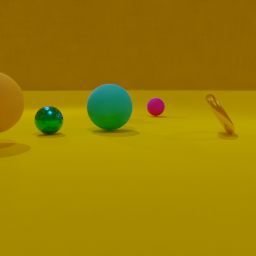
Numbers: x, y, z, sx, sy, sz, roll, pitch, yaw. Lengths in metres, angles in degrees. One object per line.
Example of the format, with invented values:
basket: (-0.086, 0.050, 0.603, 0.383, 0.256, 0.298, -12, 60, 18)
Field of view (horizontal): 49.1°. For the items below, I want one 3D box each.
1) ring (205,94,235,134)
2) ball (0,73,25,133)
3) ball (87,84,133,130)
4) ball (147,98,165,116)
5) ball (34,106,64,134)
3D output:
ring: (2.540, -0.390, 7.719, 0.252, 1.261, 1.261, -33, 0, 15)
ball: (-2.993, -0.554, 6.118, 1.375, 1.375, 1.375, 0, 8, 0)
ball: (-0.537, -0.611, 8.264, 1.352, 1.352, 1.352, 0, 8, 0)
ball: (1.216, -0.919, 12.251, 0.788, 0.788, 0.788, 0, 8, 0)
ball: (-2.166, -0.216, 7.684, 0.777, 0.777, 0.777, 0, 8, 0)
